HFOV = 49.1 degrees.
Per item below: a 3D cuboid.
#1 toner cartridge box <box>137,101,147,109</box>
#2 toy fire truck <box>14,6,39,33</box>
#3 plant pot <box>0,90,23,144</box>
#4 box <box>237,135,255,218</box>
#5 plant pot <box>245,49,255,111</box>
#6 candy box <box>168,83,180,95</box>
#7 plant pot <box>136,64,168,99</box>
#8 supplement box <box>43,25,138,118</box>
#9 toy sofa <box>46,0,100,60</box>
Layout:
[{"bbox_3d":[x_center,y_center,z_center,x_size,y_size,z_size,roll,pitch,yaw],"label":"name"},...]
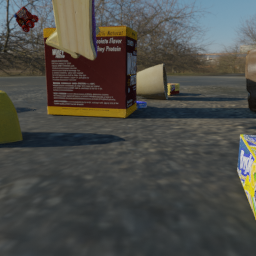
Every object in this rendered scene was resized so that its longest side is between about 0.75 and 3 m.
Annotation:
[{"bbox_3d":[0.258,-0.959,11.306,0.469,0.213,0.987,-11,16,-38],"label":"toner cartridge box"},{"bbox_3d":[-3.486,-3.686,9.502,0.789,0.662,0.442,-17,44,39],"label":"toy fire truck"},{"bbox_3d":[-3.055,-0.279,6.256,1.072,1.096,1.065,-7,14,-33],"label":"plant pot"},{"bbox_3d":[1.814,0.601,3.400,0.676,0.621,1.931,3,12,13],"label":"box"},{"bbox_3d":[5.656,-1.728,9.523,2.897,2.926,2.926,-3,10,29],"label":"plant pot"},{"bbox_3d":[1.732,-2.317,16.438,2.245,0.634,1.310,10,16,33],"label":"candy box"},{"bbox_3d":[0.970,-2.216,13.999,1.846,1.729,1.729,-4,11,16],"label":"plant pot"},{"bbox_3d":[-1.166,-1.932,9.680,2.762,2.800,1.859,3,13,12],"label":"supplement box"},{"bbox_3d":[-1.094,-3.017,6.177,1.431,2.933,1.214,23,59,9],"label":"toy sofa"}]
